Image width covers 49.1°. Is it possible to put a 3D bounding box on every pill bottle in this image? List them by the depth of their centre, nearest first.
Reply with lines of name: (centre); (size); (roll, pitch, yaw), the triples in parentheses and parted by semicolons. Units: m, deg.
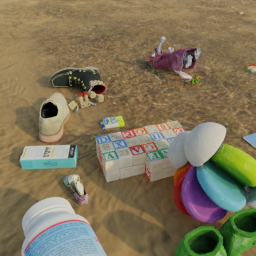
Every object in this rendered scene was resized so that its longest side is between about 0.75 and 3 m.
pill bottle: (-1.129, 2.573, 5.230); (1.423, 1.423, 2.617); (-18, 39, -23)

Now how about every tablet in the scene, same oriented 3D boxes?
tablet: (4.392, 0.510, 9.309); (0.641, 0.067, 0.985); (-14, 37, -18)

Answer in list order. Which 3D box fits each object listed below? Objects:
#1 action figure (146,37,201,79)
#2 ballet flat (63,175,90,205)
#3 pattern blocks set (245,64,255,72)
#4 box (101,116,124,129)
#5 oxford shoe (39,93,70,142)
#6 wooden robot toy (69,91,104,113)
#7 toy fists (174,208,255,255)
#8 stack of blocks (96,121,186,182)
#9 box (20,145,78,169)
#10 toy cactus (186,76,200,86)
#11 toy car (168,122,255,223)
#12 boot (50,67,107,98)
action figure: (2.140, -3.328, 13.983); (2.786, 2.074, 1.866); (5, 1, 39)
ballet flat: (-1.378, 1.545, 7.530); (0.422, 0.434, 1.221); (-14, 37, -30)
pattern blocks set: (6.401, -3.045, 14.308); (0.905, 0.073, 0.795); (-19, 40, -25)
box: (-0.575, -0.204, 10.214); (0.794, 0.189, 0.484); (-8, 35, -12)
oxford shoe: (-2.637, -0.675, 10.122); (0.974, 1.016, 2.753); (-2, 36, -8)
wooden robot toy: (-1.801, -1.184, 11.232); (1.581, 0.697, 0.717); (-23, 33, -29)
toy fists: (1.914, 2.413, 5.804); (2.094, 1.067, 0.720); (-15, 52, -20)
stack of blocks: (0.559, 0.746, 8.330); (2.738, 0.802, 1.577); (-11, 37, -15)
box: (-2.368, 0.875, 8.508); (1.593, 0.392, 0.656); (-1, 35, -2)
toy cactus: (2.987, -2.152, 12.895); (0.642, 0.398, 0.778); (0, 33, 33)
toy car: (1.908, 1.223, 6.472); (2.239, 2.559, 1.919); (38, 74, -3)
boot: (-2.148, -1.946, 12.135); (2.278, 0.822, 1.720); (-13, 40, -17)
